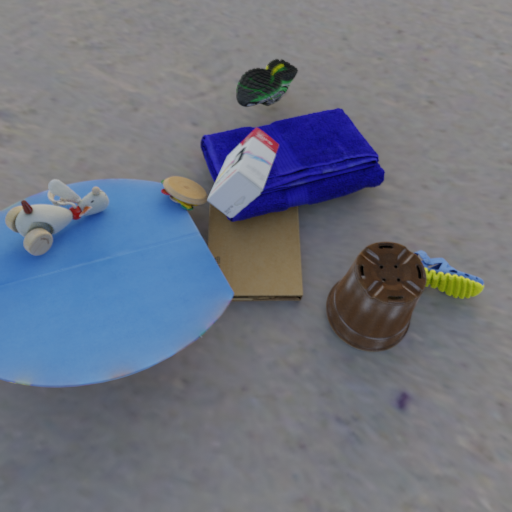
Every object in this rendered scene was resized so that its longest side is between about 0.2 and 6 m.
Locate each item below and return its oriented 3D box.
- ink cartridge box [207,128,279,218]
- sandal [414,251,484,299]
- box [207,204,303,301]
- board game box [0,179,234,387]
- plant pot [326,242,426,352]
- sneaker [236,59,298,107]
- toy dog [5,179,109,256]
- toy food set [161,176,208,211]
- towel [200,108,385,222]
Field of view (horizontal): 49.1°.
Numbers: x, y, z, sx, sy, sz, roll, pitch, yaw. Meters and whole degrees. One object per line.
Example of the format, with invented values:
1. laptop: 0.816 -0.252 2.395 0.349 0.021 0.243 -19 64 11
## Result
1. ink cartridge box: -0.226 -1.512 10.167 0.574 1.010 1.386 37 44 -18
2. sandal: 3.536 0.312 10.688 1.604 0.638 0.698 17 54 9
3. box: -0.040 -0.135 11.182 1.869 0.243 2.287 0 56 0
4. board game box: -2.939 0.490 10.222 4.136 1.019 5.235 -17 44 -18
5. plant pot: 2.148 0.637 9.798 1.598 1.582 1.598 2 59 -4
6. sneaker: 0.240 -3.757 12.815 0.842 0.919 2.158 34 41 14
7. toy dog: -3.638 -0.901 10.213 1.288 0.941 1.953 23 46 8
8. toy food set: -1.460 -1.299 11.365 0.992 0.241 0.982 36 29 14
9. towel: 0.710 -2.140 11.975 3.501 0.867 2.585 -14 52 -11
